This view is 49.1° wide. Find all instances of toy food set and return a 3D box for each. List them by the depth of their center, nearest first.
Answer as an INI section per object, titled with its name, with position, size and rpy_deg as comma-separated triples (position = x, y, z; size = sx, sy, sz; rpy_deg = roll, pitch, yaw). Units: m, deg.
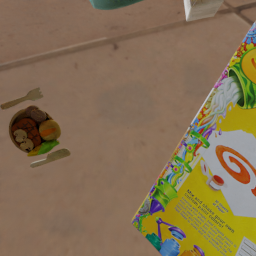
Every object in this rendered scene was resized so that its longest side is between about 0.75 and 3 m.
[toy food set]
position = -1.463, 0.058, 4.347
size = 0.819, 1.187, 0.238
rpy_deg = -21, 15, 5

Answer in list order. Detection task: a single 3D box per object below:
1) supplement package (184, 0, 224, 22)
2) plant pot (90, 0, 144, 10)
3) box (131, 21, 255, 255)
[supplement package]
position = 1.885, -3.346, 7.159
size = 0.789, 0.799, 1.318
rpy_deg = -8, 7, 8
[plant pot]
position = -0.386, -3.318, 6.018
size = 1.262, 1.572, 1.572
rpy_deg = -25, 53, 0
[box]
position = 1.736, 0.732, 2.547
size = 2.474, 2.383, 1.509
rpy_deg = 42, 36, 24
